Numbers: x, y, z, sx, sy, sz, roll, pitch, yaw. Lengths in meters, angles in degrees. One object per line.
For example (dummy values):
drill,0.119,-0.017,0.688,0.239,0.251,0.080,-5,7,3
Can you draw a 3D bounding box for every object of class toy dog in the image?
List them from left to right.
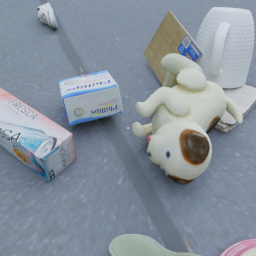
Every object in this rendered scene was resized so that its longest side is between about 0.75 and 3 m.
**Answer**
toy dog,1.312,0.009,6.642,2.570,1.849,2.650,24,50,-3

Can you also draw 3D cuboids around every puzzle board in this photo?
puzzle board,1.341,-2.293,8.693,0.195,1.685,2.236,2,48,-34

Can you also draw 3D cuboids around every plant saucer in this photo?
plant saucer,2.434,2.800,4.462,2.206,0.559,2.206,0,45,0

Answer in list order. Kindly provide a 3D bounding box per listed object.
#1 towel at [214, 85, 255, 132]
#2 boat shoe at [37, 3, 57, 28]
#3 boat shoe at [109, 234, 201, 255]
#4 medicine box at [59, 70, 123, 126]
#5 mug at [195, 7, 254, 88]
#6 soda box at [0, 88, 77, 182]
towel,2.833,-0.821,8.255,1.488,0.387,2.246,32,53,27
boat shoe,-3.544,-4.842,12.079,0.693,0.759,2.110,-19,47,-10
boat shoe,0.551,2.396,4.791,1.958,0.589,0.698,6,35,32
medicine box,-1.052,-0.874,7.670,1.446,0.817,1.588,-15,28,-10
mug,2.749,-2.340,8.186,1.735,2.061,2.350,14,30,20
soda box,-2.642,0.074,6.974,2.889,0.919,0.988,29,51,27
